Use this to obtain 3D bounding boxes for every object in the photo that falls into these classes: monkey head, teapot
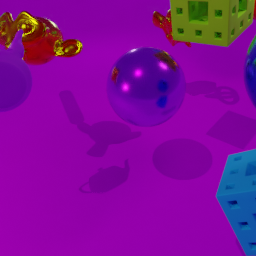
[{"bbox_3d":[-1.778,-1.408,5.059,1.754,1.057,1.262,5,83,19],"label":"monkey head"},{"bbox_3d":[1.306,-2.833,7.419,0.999,1.658,1.193,-30,51,-19],"label":"monkey head"},{"bbox_3d":[-1.748,-0.710,3.791,1.376,0.856,0.674,-56,42,6],"label":"teapot"}]

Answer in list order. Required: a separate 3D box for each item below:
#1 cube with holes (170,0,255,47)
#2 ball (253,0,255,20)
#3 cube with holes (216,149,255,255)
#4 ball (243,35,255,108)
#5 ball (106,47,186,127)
[{"bbox_3d":[1.414,-2.100,4.666,1.014,1.014,1.014,21,50,35],"label":"cube with holes"},{"bbox_3d":[3.549,-3.443,7.210,1.287,1.287,1.287,0,40,0],"label":"ball"},{"bbox_3d":[1.811,0.860,3.476,0.936,0.936,0.936,-20,15,36],"label":"cube with holes"},{"bbox_3d":[1.869,-0.597,2.777,1.341,1.341,1.341,0,40,0],"label":"ball"},{"bbox_3d":[0.306,-0.690,4.807,1.354,1.354,1.354,0,40,0],"label":"ball"}]
